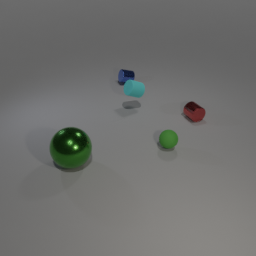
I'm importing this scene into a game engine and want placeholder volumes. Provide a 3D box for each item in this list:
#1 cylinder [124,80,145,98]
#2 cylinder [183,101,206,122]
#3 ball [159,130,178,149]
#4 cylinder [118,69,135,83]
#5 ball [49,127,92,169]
[{"bbox_3d":[0.277,-1.744,12.496,0.700,0.700,0.700,8,23,-38],"label":"cylinder"},{"bbox_3d":[2.886,-0.710,12.197,0.700,0.700,0.700,-14,34,-20],"label":"cylinder"},{"bbox_3d":[1.487,0.407,10.261,0.700,0.700,0.700,0,32,0],"label":"ball"},{"bbox_3d":[-0.092,-2.837,15.379,0.700,0.700,0.700,3,29,-26],"label":"cylinder"},{"bbox_3d":[-1.907,0.659,9.376,1.400,1.400,1.400,0,32,0],"label":"ball"}]
